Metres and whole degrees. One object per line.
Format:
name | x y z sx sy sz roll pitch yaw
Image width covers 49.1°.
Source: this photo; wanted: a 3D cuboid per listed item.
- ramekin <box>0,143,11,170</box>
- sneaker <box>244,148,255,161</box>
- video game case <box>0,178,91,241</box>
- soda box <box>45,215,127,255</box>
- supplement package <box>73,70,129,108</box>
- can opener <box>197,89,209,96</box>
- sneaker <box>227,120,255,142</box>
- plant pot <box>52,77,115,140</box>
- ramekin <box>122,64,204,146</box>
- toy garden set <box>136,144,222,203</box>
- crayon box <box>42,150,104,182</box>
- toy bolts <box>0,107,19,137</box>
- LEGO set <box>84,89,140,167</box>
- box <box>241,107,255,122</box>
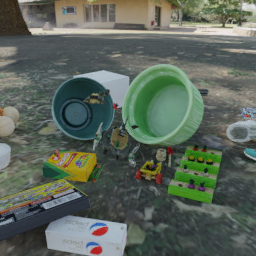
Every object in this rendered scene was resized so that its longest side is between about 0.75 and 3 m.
ramekin | -4.333 0.965 8.964 1.133 0.527 1.133 1 24 0
sneaker | 4.680 0.754 9.300 1.611 0.642 0.624 0 24 2
video game case | -2.294 1.837 6.533 2.291 0.292 2.070 -15 9 -27
soda box | -0.872 2.313 5.973 1.637 0.521 0.557 4 25 11
supplement package | -1.320 -1.874 14.068 1.963 1.510 2.053 -22 32 -39
can opener | 3.744 -1.934 15.728 1.530 0.403 0.509 -2 59 -2
sneaker | 4.988 0.073 10.574 2.310 0.900 1.148 11 23 20
plant pot | -1.868 -0.628 10.822 2.317 2.317 1.553 -12 -2 -25
ramekin | 1.285 -0.698 9.959 2.796 2.796 1.366 22 2 40
toy garden set | 1.666 1.072 8.712 2.222 0.532 2.666 9 26 20
crayon box | -1.652 1.162 8.667 1.650 0.419 1.047 4 25 8
toy bolts | -5.113 -0.504 10.044 1.865 2.568 2.689 -19 36 -11
LEGO set | -0.529 0.084 9.126 1.727 2.660 0.754 -5 -15 -31
box | 6.047 -0.462 12.311 1.937 0.386 1.326 7 25 15
